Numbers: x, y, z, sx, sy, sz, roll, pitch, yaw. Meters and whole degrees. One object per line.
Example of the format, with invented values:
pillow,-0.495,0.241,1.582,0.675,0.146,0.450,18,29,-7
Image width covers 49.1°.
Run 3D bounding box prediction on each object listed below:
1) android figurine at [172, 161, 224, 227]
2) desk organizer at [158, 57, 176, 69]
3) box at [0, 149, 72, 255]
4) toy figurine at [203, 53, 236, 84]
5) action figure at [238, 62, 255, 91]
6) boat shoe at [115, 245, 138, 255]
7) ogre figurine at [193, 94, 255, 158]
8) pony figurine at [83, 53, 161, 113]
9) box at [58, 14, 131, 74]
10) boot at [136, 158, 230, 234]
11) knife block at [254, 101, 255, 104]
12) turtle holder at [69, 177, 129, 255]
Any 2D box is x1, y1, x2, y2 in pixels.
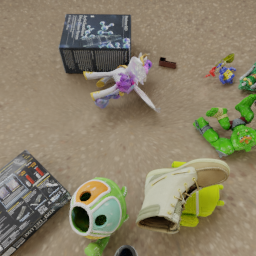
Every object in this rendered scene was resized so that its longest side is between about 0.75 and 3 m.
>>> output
android figurine,1.920,2.089,9.157,2.373,0.487,2.160,2,58,6
desk organizer,1.754,-2.881,12.365,0.775,0.299,0.278,13,59,8
box,-3.616,2.380,8.867,2.242,0.708,2.843,38,65,21
toy figurine,4.158,-2.335,11.983,1.633,0.862,0.979,-43,97,-26
action figure,5.477,-2.209,11.786,2.317,0.634,1.369,-34,61,-18
boat shoe,-0.198,4.546,7.402,0.983,0.931,2.812,11,59,7
ogre figurine,3.980,-0.065,9.956,2.858,1.402,1.714,-16,69,-1
pony figurine,-0.088,-1.780,10.805,2.816,2.345,2.718,-22,48,-1
box,-1.297,-3.613,12.085,2.875,1.539,2.134,1,58,0
boot,1.549,1.890,7.824,2.609,0.940,2.018,-16,26,25
knife block,6.186,-1.138,11.056,2.109,0.675,1.852,-17,61,-9
turtle holder,-1.000,2.543,8.153,1.602,2.109,1.498,33,21,20
